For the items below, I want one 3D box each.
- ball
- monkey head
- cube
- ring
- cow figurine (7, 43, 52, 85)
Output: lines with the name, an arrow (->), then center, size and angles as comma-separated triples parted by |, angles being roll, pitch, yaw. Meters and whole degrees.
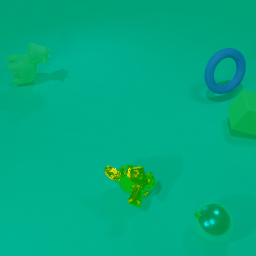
ball -> 1.771, 1.983, 5.868 | 0.877, 0.877, 0.877 | 0, 47, 0
monkey head -> 0.101, 1.300, 6.280 | 1.351, 0.814, 0.972 | 33, 58, -24
cube -> 3.322, -0.419, 7.627 | 0.811, 0.811, 0.811 | 15, 49, -9
ring -> 2.948, -1.705, 8.483 | 1.407, 1.407, 0.281 | -15, 28, -13
cow figurine -> -3.214, -2.101, 9.273 | 1.452, 1.476, 0.810 | -8, 59, -10
